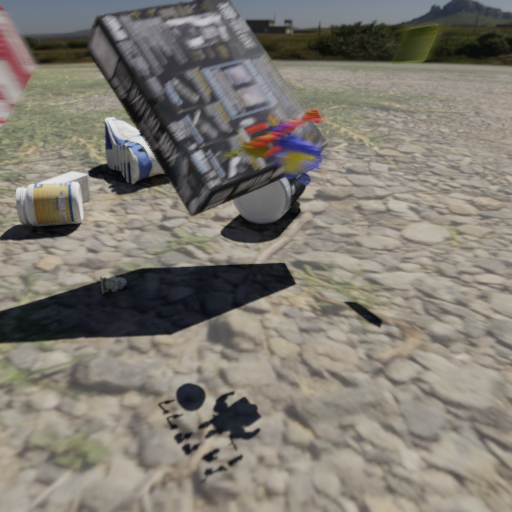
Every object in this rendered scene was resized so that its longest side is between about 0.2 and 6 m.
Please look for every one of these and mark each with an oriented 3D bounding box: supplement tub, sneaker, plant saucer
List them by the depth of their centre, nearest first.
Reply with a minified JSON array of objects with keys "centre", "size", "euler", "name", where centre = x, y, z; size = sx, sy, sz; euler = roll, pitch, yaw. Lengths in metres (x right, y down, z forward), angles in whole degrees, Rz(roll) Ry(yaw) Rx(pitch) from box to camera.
[{"centre":[2.759,-3.592,9.635],"size":[0.167,0.696,0.695],"euler":[25,0,-33],"name":"plant saucer"},{"centre":[-4.369,-1.096,11.902],"size":[1.239,0.896,0.896],"euler":[-5,25,-12],"name":"supplement tub"},{"centre":[0.396,-1.630,12.606],"size":[1.299,1.299,2.120],"euler":[9,26,19],"name":"supplement tub"},{"centre":[-3.096,-2.924,15.801],"size":[1.818,1.272,3.148],"euler":[-10,32,-29],"name":"sneaker"}]

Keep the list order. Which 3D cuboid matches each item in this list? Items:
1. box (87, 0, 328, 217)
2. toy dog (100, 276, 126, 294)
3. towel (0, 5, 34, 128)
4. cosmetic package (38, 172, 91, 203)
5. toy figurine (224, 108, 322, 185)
[{"centre":[-0.805,-2.782,9.836],"size":[2.804,3.556,0.885],"euler":[-28,-9,-35],"name":"box"},{"centre":[-2.348,0.478,9.251],"size":[0.405,0.283,0.393],"euler":[-8,-10,-12],"name":"toy dog"},{"centre":[-4.537,-3.170,9.308],"size":[0.262,1.661,2.306],"euler":[-2,51,12],"name":"towel"},{"centre":[-4.491,-1.468,13.020],"size":[0.535,0.678,1.261],"euler":[12,26,25],"name":"cosmetic package"},{"centre":[0.357,-1.212,7.156],"size":[1.379,0.826,0.727],"euler":[-15,21,47],"name":"toy figurine"}]
